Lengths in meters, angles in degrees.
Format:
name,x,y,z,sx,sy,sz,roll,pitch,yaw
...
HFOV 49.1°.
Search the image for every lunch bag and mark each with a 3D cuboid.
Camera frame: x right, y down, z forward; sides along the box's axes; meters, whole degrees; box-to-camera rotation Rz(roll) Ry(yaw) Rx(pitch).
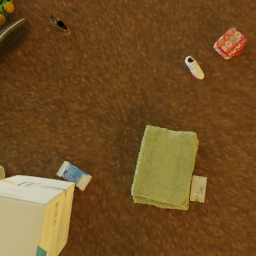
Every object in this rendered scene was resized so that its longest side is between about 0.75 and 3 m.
name,x,y,z,sx,sy,sz,roll,pitch,yaw
lunch bag,3.830,-3.083,10.369,1.052,0.431,0.926,-45,89,-6

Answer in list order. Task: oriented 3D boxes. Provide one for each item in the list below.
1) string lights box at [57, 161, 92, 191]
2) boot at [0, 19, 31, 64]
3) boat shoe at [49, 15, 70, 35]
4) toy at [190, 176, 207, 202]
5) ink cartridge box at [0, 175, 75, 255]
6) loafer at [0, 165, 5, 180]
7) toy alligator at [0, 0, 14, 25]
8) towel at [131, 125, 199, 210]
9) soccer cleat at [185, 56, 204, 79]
name,x,y,z,sx,sy,sz,roll,pitch,yaw
string lights box,-1.852,1.648,9.684,1.064,0.314,0.546,31,83,4
boot,-4.961,-3.426,10.189,1.716,0.961,2.481,43,83,11
boat shoe,-2.575,-3.928,10.516,1.010,0.355,0.355,39,85,7
toy,2.413,2.098,9.678,0.489,0.201,0.850,8,81,-1
ink cartridge box,-3.019,2.718,8.099,2.118,2.928,2.155,8,88,3
loafer,-5.529,1.831,9.344,2.713,0.926,1.027,-13,82,-2
toy alligator,-4.636,-4.603,10.542,0.765,0.554,2.308,24,74,13
towel,1.263,1.349,9.632,2.022,0.497,2.726,10,84,2
soccer cleat,2.433,-2.201,10.217,0.338,0.418,0.969,-37,84,-5
